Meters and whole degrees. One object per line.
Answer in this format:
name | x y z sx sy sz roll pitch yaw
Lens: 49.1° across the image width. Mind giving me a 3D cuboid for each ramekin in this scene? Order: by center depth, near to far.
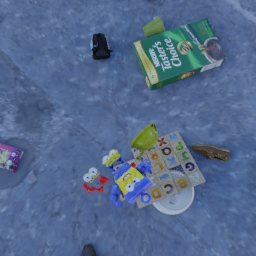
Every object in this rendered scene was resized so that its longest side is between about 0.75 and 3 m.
ramekin | 1.459 2.085 9.149 1.477 0.775 1.477 0 77 0

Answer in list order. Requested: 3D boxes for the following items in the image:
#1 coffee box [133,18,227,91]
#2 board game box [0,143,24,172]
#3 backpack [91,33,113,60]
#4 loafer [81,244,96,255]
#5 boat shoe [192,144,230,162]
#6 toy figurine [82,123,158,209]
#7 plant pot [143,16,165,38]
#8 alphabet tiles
coffee box | 1.858 -2.720 10.308 2.977 0.655 1.831 -19 78 -4
board game box | -4.406 0.950 9.721 1.333 0.215 0.800 18 74 4
backpack | -1.072 -3.024 10.406 0.784 0.594 0.939 -8 78 -22
loafer | -1.253 4.363 8.649 0.542 0.538 1.488 -9 62 5
boat shoe | 2.834 0.855 9.583 1.333 0.480 0.453 9 76 2
toy figurine | 0.258 1.267 7.225 2.520 1.329 1.509 -41 56 -5
plant pot | 0.956 -3.729 10.579 0.721 0.759 0.759 -23 78 8
alphabet tiles | 0.820 1.329 9.093 2.610 0.098 2.182 -22 48 0
